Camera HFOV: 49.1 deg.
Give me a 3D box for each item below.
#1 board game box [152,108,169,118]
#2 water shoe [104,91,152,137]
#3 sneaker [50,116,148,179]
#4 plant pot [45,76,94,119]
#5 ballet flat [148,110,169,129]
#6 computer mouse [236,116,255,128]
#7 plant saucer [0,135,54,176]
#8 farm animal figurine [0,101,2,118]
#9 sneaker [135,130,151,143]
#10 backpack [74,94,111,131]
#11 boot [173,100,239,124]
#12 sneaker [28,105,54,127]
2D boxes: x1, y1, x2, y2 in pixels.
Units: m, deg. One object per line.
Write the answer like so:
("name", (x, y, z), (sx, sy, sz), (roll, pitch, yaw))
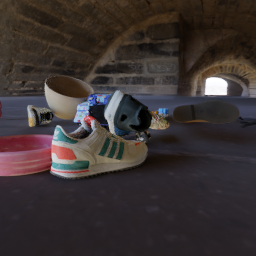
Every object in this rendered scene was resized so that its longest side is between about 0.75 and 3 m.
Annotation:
("board game box", (0.404, -0.773, 14.039), (2.921, 0.378, 2.920), (4, 8, 18))
("water shoe", (0.090, -0.142, 7.532), (1.054, 0.955, 2.672), (26, -5, 12))
("sneaker", (-0.432, 0.266, 5.249), (2.139, 1.000, 0.753), (-7, 11, -39))
("plant pot", (-2.541, -1.149, 11.712), (1.987, 1.334, 1.987), (15, 28, -8))
("ballet flat", (0.567, -0.320, 9.343), (1.757, 0.562, 0.665), (30, -35, -10))
("computer mouse", (5.186, -0.282, 11.022), (1.630, 0.534, 2.322), (0, 12, 31))
("plant saucer", (-2.108, 0.502, 5.465), (1.895, 0.480, 1.895), (-1, 8, 0))
("farm animal figurine", (-4.022, 0.123, 6.267), (2.432, 1.223, 1.964), (9, 30, 30))
("sneaker", (0.480, 0.197, 7.930), (0.412, 0.380, 1.030), (1, 8, -8))
("backpack", (-1.066, -0.660, 10.695), (1.919, 1.291, 1.752), (3, 10, 30))
("boot", (3.316, -0.649, 12.089), (2.723, 1.002, 1.027), (-1, -3, 10))
("sneaker", (-3.545, -0.546, 11.457), (0.959, 0.827, 2.188), (-2, 9, -13))
